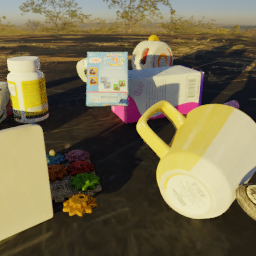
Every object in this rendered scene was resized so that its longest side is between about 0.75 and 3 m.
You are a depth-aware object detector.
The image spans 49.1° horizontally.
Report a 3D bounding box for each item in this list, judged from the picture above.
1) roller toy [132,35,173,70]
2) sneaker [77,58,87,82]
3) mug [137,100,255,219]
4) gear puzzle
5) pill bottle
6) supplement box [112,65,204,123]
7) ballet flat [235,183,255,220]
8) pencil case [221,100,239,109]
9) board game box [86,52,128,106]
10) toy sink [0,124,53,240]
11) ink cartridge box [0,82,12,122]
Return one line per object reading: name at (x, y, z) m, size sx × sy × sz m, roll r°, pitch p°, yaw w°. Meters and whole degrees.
roller toy at (1.230, -3.560, 14.704) m, size 1.513 × 2.165 × 1.975 m, roll 21°, pitch 50°, yaw 42°
sneaker at (-0.938, -1.749, 9.197) m, size 1.021 × 1.013 × 2.817 m, roll -25°, pitch 33°, yaw -11°
mug at (1.252, 0.647, 5.356) m, size 2.203 × 1.764 × 1.808 m, roll 18°, pitch 37°, yaw 28°
gear puzzle at (-1.280, 1.047, 5.997) m, size 1.287 × 0.326 × 2.486 m, roll -8°, pitch 24°, yaw -17°
pill bottle at (-3.336, -1.286, 9.330) m, size 1.161 × 2.031 × 1.161 m, roll 0°, pitch 23°, yaw 0°
supplement box at (0.993, -1.290, 10.032) m, size 2.972 × 1.504 × 1.536 m, roll -9°, pitch 25°, yaw -21°
ballet flat at (2.690, 1.322, 4.260) m, size 2.115 × 0.490 × 0.713 m, roll 24°, pitch 48°, yaw 2°
pencil case at (3.574, -0.725, 10.090) m, size 1.024 × 0.424 × 0.443 m, roll -18°, pitch 51°, yaw -37°
board game box at (-0.568, -1.368, 7.800) m, size 1.147 × 1.516 × 0.277 m, roll 0°, pitch -11°, yaw -1°
toy sink at (-2.111, 0.759, 4.728) m, size 1.204 × 1.848 × 1.035 m, roll -18°, pitch 29°, yaw -34°
ink cartridge box at (-4.517, -0.735, 9.091) m, size 0.683 × 1.209 × 1.647 m, roll 3°, pitch 24°, yaw 3°
